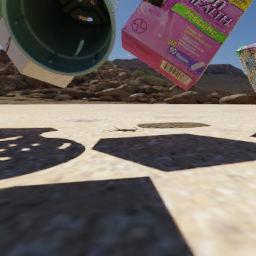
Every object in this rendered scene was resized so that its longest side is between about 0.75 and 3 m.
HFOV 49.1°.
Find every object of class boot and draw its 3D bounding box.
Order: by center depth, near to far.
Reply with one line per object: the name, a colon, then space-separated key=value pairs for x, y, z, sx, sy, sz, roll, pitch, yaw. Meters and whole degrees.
boot: x=-1.310 y=-4.296 z=9.679 sx=0.462 sy=0.969 sz=1.253 roll=34 pitch=-15 yaw=-5

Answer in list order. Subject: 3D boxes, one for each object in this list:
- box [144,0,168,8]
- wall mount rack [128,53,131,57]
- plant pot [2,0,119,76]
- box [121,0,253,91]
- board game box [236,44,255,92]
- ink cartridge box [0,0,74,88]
box: x=0.283 y=-3.142 z=4.357 sx=1.375 sy=2.013 sz=0.379 roll=27 pitch=47 yaw=7
wall mount rack: x=0.405 y=-3.141 z=10.158 sx=1.359 sy=1.180 sz=0.507 roll=-31 pitch=53 yaw=-18
plant pot: x=-1.324 y=-3.040 z=7.056 sx=2.550 sy=2.550 sz=2.497 roll=1 pitch=40 yaw=11
box: x=1.423 y=-2.656 z=7.208 sx=2.203 sy=2.504 sz=1.211 roll=35 pitch=-5 yaw=2
board game box: x=3.756 y=-1.672 z=7.826 sx=0.252 sy=1.460 sz=0.988 roll=-43 pitch=21 yaw=-19
ink cartridge box: x=-2.931 y=-2.624 z=8.853 sx=2.607 sy=1.099 sz=1.904 roll=50 pitch=18 yaw=25
